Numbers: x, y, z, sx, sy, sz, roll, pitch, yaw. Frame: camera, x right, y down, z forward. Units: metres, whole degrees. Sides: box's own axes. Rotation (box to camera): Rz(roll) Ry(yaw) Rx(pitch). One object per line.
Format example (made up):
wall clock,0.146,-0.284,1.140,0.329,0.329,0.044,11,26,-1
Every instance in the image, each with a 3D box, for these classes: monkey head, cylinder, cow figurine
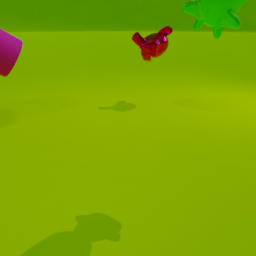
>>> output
monkey head,0.847,-3.223,10.526,1.077,1.286,1.787,-51,9,-28
cylinder,-4.398,-2.587,9.159,1.379,1.379,1.379,25,5,-34
cow figurine,1.021,-1.974,3.324,0.928,1.664,1.691,34,31,31
